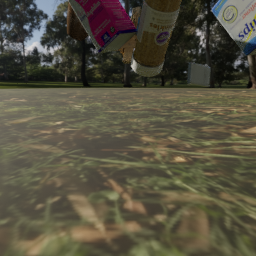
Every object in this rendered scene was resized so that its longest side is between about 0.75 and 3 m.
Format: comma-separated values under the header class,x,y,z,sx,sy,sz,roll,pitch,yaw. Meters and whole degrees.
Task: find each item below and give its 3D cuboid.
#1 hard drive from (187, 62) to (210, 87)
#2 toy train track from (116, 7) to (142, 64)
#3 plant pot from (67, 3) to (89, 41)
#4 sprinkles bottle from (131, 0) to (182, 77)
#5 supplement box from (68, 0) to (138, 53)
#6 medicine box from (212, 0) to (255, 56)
class,x,y,z,sx,sy,sz,roll,pitch,yaw
hard drive,1.738,-1.292,6.841,0.772,0.509,0.101,0,4,-39
toy train track,0.215,-3.485,10.666,1.560,2.721,0.443,-1,-27,20
plant pot,-1.560,-3.808,9.694,1.336,1.429,1.336,20,40,-18
sprinkles bottle,0.754,-2.739,7.554,0.982,2.879,0.982,5,53,-6
supplement box,-0.730,-3.205,7.909,0.942,1.862,0.962,-31,-1,40
medicine box,3.234,-2.947,6.990,0.846,1.644,1.497,-19,-18,-36
